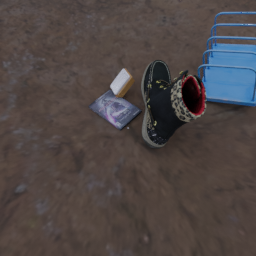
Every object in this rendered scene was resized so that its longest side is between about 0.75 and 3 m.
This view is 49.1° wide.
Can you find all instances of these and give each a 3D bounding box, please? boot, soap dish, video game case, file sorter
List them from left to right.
[{"bbox_3d":[-0.384,-0.557,8.235,1.296,0.123,0.926,36,60,23],"label":"video game case"},{"bbox_3d":[-0.159,-1.342,8.427,0.312,0.767,0.604,24,24,-37],"label":"soap dish"},{"bbox_3d":[1.132,-0.979,7.111,0.958,2.004,2.653,13,64,-18],"label":"boot"},{"bbox_3d":[3.065,-2.062,8.123,1.626,1.438,2.344,10,60,23],"label":"file sorter"}]
